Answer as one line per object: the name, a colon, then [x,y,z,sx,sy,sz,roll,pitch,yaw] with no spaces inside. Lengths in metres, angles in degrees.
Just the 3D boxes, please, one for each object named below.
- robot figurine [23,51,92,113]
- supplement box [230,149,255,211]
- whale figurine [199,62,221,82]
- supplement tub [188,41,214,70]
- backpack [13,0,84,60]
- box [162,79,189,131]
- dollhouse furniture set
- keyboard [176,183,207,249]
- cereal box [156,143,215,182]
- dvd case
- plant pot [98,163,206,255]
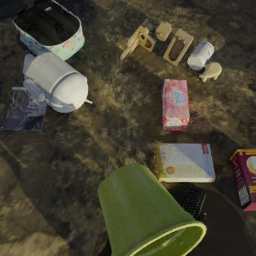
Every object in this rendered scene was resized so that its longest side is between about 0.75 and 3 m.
robot figurine: [-2.752,-1.742,10.800,2.961,1.672,2.512,40,45,14]
supplement box: [4.211,1.695,9.310,1.045,0.811,1.893,-2,58,-1]
whale figurine: [3.534,-2.385,12.080,0.985,0.511,0.783,-39,81,4]
supplement tub: [3.211,-3.192,12.349,0.764,0.764,1.159,28,64,16]
backpack: [-3.261,-4.074,12.149,2.639,1.987,2.343,35,67,21]
box: [1.808,-0.895,10.828,0.879,0.953,1.857,2,57,2]
dollhouse furniture set: [1.093,-3.201,11.806,2.166,2.060,1.765,34,66,2]
keyboard: [1.922,2.836,8.847,1.177,0.448,2.261,23,62,13]
cereal box: [1.990,1.210,9.853,1.918,0.379,1.380,1,56,0]
dvd case: [-4.061,-0.814,11.232,1.606,0.173,2.160,1,58,1]
plant pot: [0.359,2.481,8.006,2.713,2.713,2.495,-21,50,-13]
